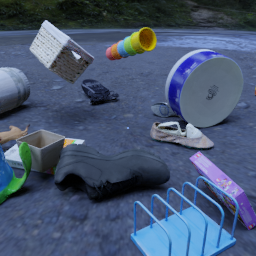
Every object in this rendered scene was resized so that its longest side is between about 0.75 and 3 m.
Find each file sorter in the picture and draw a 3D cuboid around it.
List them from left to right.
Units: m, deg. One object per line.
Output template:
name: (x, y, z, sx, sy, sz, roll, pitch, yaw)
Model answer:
file sorter: (1.025, 1.686, 5.045, 1.612, 0.989, 1.119, -13, 28, -28)

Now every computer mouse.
computer mouse: (-1.500, -1.626, 13.015, 1.461, 0.556, 2.109, -15, 39, -30)

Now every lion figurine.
lion figurine: (-3.636, 0.302, 8.239, 1.701, 0.616, 1.041, -32, 15, -18)

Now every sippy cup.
sippy cup: (-3.667, 0.649, 6.210, 2.595, 1.902, 2.038, -16, 30, -33)

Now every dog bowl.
dog bowl: (2.656, -1.351, 9.789, 2.582, 2.582, 1.017, -8, 29, -18)

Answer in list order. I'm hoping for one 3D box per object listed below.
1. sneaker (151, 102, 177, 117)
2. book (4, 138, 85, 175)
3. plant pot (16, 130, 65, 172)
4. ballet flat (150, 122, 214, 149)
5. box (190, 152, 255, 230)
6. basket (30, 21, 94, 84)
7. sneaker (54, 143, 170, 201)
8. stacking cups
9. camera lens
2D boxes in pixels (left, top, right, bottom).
sneaker: (1.678, -0.715, 11.052, 1.533, 0.571, 0.667, 8, 12, 3)
book: (-2.353, 0.720, 7.866, 1.953, 0.469, 1.305, 8, 29, 17)
plant pot: (-2.123, 0.593, 6.921, 0.840, 0.745, 0.841, 15, 25, 27)
ballet flat: (1.665, 0.180, 8.739, 2.018, 0.679, 0.687, 8, 25, 17)
box: (1.983, 1.269, 5.903, 0.302, 1.059, 1.547, -36, 29, -1)
basket: (-2.359, -2.606, 9.739, 1.999, 1.233, 1.355, 43, 8, 40)
sneaker: (-0.397, 1.147, 6.490, 2.713, 1.030, 1.231, 2, 39, 8)
stacking cups: (-0.049, -2.410, 8.278, 0.638, 0.638, 2.109, -16, 12, -31)
camera lens: (-5.186, -1.440, 11.091, 1.685, 1.685, 2.106, 10, 25, 22)
